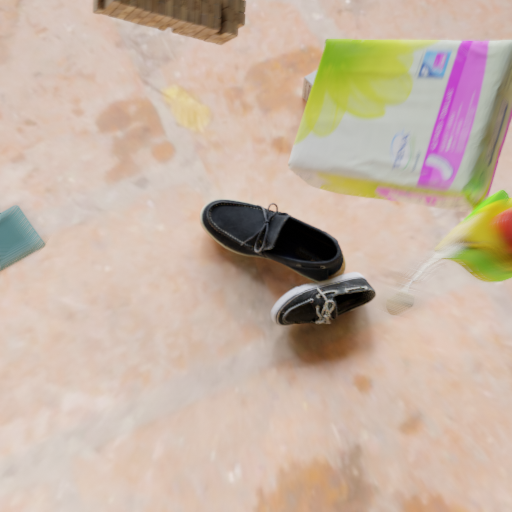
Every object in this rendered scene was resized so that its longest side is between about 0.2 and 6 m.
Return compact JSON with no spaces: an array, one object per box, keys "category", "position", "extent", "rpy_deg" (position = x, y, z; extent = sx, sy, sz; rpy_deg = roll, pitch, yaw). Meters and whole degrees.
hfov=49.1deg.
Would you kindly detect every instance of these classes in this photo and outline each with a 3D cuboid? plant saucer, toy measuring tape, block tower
[{"category":"plant saucer","position":[-3.042,0.058,5.799],"extent":[1.617,0.153,0.565],"rpy_deg":[-37,94,-29]},{"category":"toy measuring tape","position":[2.262,0.098,5.746],"extent":[0.857,0.857,2.329],"rpy_deg":[42,57,16]},{"category":"block tower","position":[-1.280,-3.821,8.573],"extent":[2.278,0.659,0.615],"rpy_deg":[1,93,-31]}]

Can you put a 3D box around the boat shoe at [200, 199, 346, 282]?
[{"category":"boat shoe","position":[0.276,-0.357,9.327],"extent":[2.647,0.824,0.988],"rpy_deg":[25,70,12]}]

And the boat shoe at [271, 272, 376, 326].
[{"category":"boat shoe","position":[1.084,0.789,8.875],"extent":[1.689,0.623,0.577],"rpy_deg":[-14,33,-15]}]

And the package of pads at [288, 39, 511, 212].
[{"category":"package of pads","position":[1.850,-1.703,7.274],"extent":[2.621,0.894,2.025],"rpy_deg":[16,86,35]}]

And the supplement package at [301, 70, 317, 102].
[{"category":"supplement package","position":[1.393,-3.014,10.617],"extent":[0.575,0.577,0.983],"rpy_deg":[-32,70,-13]}]
